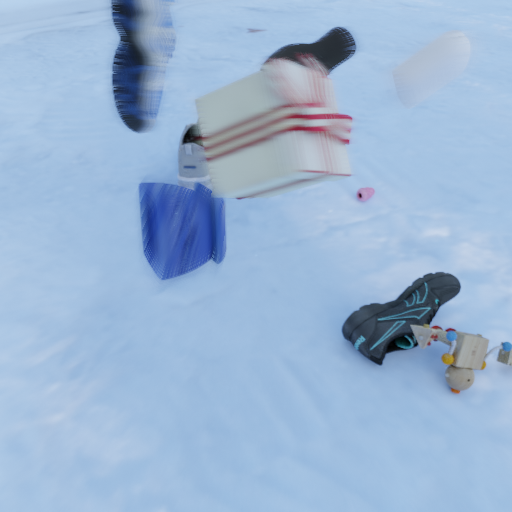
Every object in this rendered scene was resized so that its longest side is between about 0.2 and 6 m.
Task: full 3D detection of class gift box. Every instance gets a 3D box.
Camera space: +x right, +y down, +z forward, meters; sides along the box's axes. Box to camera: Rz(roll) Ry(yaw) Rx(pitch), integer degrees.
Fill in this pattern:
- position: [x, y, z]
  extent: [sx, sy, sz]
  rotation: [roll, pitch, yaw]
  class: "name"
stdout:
- position: [0.326, -2.101, 9.042]
  extent: [1.980, 2.121, 1.957]
  rotation: [-11, 3, 33]
  class: "gift box"

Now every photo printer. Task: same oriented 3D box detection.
- position: [2.858, -3.030, 9.057]
  extent: [1.260, 1.048, 0.437]
  rotation: [-34, 74, 13]
  class: "photo printer"

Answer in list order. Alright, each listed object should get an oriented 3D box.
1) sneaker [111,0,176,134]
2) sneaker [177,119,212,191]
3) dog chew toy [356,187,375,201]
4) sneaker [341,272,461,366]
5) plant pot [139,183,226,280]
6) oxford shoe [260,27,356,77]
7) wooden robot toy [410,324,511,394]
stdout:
- position: [-2.126, -4.029, 11.272]
  extent: [1.182, 3.121, 1.202]
  rotation: [7, 7, 35]
  class: "sneaker"
- position: [-1.193, -2.823, 13.658]
  extent: [1.197, 1.314, 3.205]
  rotation: [1, 37, 2]
  class: "sneaker"
- position: [2.493, -1.415, 12.650]
  extent: [0.498, 0.310, 0.310]
  rotation: [-22, 42, -36]
  class: "dog chew toy"
- position: [2.500, 1.032, 9.061]
  extent: [2.254, 0.850, 0.893]
  rotation: [-25, 51, -16]
  class: "sneaker"
- position: [-0.909, -0.377, 7.008]
  extent: [0.916, 1.019, 1.018]
  rotation: [-9, 21, -21]
  class: "plant pot"
- position: [0.919, -3.740, 11.223]
  extent: [2.605, 0.929, 0.929]
  rotation: [-34, 8, -34]
  class: "oxford shoe"
- position: [3.074, 1.587, 8.366]
  extent: [2.009, 0.912, 0.885]
  rotation: [13, -1, -23]
  class: "wooden robot toy"
